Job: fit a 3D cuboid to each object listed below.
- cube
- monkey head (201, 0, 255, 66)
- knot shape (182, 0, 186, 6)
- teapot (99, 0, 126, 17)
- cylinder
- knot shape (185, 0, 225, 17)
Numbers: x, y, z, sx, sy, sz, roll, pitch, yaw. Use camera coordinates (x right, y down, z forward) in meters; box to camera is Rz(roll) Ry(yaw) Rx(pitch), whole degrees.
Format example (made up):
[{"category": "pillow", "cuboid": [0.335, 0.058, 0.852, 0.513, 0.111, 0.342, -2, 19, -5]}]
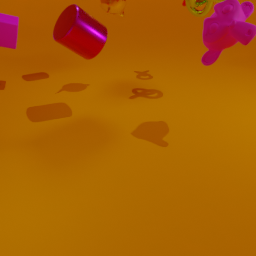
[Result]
[{"category": "cube", "cuboid": [-4.508, -3.543, 10.170, 0.922, 0.922, 0.922, 5, 35, -22]}, {"category": "monkey head", "cuboid": [2.456, -2.303, 6.688, 1.325, 1.842, 1.110, 41, 12, 27]}, {"category": "knot shape", "cuboid": [2.418, -5.203, 10.532, 0.550, 1.114, 1.190, 2, 16, -6]}, {"category": "teapot", "cuboid": [-0.587, -4.195, 9.379, 0.930, 0.732, 1.496, 21, 1, 37]}, {"category": "cylinder", "cuboid": [-1.362, -2.723, 8.039, 1.136, 1.136, 1.136, 24, 12, -42]}, {"category": "knot shape", "cuboid": [2.504, -4.076, 8.812, 1.277, 0.630, 1.364, -2, -8, 5]}]
